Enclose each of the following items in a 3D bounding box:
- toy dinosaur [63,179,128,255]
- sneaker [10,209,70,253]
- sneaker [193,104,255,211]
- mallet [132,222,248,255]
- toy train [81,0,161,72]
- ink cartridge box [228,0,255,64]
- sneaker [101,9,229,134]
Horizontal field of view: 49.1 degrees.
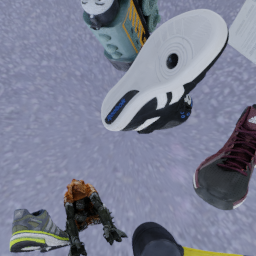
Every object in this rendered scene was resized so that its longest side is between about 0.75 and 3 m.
[{"bbox_3d":[-0.766,1.384,4.658,0.969,1.898,1.288,-30,58,8],"label":"toy dinosaur"},{"bbox_3d":[-1.299,1.616,4.454,0.543,1.469,0.594,-18,62,7],"label":"sneaker"},{"bbox_3d":[1.942,0.290,4.894,0.912,1.392,2.411,26,31,23],"label":"sneaker"},{"bbox_3d":[1.081,1.336,2.728,2.129,0.701,0.438,9,85,4],"label":"mallet"},{"bbox_3d":[-0.084,-2.123,5.401,1.126,2.642,1.505,14,84,16],"label":"toy train"},{"bbox_3d":[3.311,-2.343,6.011,0.451,2.044,2.082,1,41,-32],"label":"ink cartridge box"},{"bbox_3d":[0.834,-0.783,4.850,1.550,2.771,1.012,5,62,-37],"label":"sneaker"}]
